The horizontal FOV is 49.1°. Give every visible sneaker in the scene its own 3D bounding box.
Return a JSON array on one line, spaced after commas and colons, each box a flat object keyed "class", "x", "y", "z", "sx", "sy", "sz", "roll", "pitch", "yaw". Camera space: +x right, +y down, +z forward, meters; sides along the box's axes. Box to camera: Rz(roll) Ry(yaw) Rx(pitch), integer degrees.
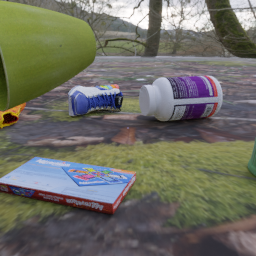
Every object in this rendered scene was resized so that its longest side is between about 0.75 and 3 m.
[{"class": "sneaker", "x": -3.828, "y": -0.428, "z": 9.124, "sx": 0.794, "sy": 0.751, "sz": 2.059, "roll": 19, "pitch": 25, "yaw": 1}, {"class": "sneaker", "x": -1.009, "y": -1.100, "z": 10.451, "sx": 1.441, "sy": 1.008, "sz": 2.495, "roll": 6, "pitch": 17, "yaw": 26}]

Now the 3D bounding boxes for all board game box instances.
[{"class": "board game box", "x": -1.100, "y": 0.972, "z": 5.124, "sx": 2.261, "sy": 0.220, "sz": 1.164, "roll": 6, "pitch": 20, "yaw": 19}]

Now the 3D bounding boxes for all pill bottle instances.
[{"class": "pill bottle", "x": 1.723, "y": -0.991, "z": 9.363, "sx": 2.554, "sy": 1.436, "sz": 1.436, "roll": -5, "pitch": 18, "yaw": -17}]

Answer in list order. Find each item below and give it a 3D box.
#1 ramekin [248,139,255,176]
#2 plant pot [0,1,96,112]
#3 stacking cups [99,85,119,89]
[{"class": "ramekin", "x": 3.222, "y": 0.568, "z": 5.585, "sx": 1.472, "sy": 0.719, "sz": 1.472, "roll": 0, "pitch": 17, "yaw": 0}, {"class": "plant pot", "x": -1.102, "y": -0.977, "z": 3.489, "sx": 1.318, "sy": 1.233, "sz": 1.233, "roll": -23, "pitch": 28, "yaw": -35}, {"class": "stacking cups", "x": -1.049, "y": -1.901, "z": 13.847, "sx": 0.542, "sy": 0.542, "sz": 1.791, "roll": 8, "pitch": 17, "yaw": 23}]
